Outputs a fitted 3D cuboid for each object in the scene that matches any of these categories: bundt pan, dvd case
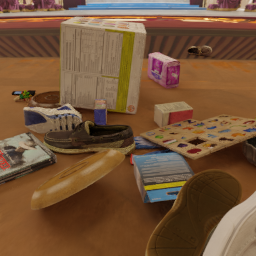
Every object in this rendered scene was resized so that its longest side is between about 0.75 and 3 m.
[{"bbox_3d":[3.782,0.571,7.224,1.740,0.653,1.740,-1,26,1],"label":"bundt pan"},{"bbox_3d":[-3.314,0.846,7.129,2.428,0.267,1.772,-19,32,-34],"label":"dvd case"}]

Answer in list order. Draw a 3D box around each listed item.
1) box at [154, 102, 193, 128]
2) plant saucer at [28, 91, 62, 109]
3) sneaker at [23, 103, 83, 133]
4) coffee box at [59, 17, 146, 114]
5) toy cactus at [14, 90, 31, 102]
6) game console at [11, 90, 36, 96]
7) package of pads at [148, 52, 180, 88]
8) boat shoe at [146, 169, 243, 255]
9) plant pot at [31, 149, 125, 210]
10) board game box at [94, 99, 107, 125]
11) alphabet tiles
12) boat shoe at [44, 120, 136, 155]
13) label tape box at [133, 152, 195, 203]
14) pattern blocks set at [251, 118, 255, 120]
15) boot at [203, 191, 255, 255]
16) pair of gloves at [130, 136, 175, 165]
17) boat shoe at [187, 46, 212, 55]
[{"bbox_3d":[1.497,-0.435,9.299,1.101,0.600,0.704,-8,29,-15],"label":"box"},{"bbox_3d":[-2.951,-1.086,10.961,1.895,0.304,1.895,0,26,0],"label":"plant saucer"},{"bbox_3d":[-2.322,-0.340,9.093,1.873,0.757,1.082,7,23,-2],"label":"sneaker"},{"bbox_3d":[-0.923,-2.489,10.617,2.818,2.850,2.846,6,25,-2],"label":"coffee box"},{"bbox_3d":[-4.255,-1.233,11.277,0.655,0.406,0.794,-31,39,-16],"label":"toy cactus"},{"bbox_3d":[-4.463,-1.473,11.917,0.984,0.119,0.580,0,26,1],"label":"game console"},{"bbox_3d":[1.644,-2.758,13.212,0.784,1.248,2.071,-10,28,-18],"label":"package of pads"},{"bbox_3d":[1.121,1.629,4.833,0.970,0.870,2.620,34,43,28],"label":"boat shoe"},{"bbox_3d":[-1.043,0.941,5.678,2.087,0.287,2.087,-27,5,2],"label":"plant pot"},{"bbox_3d":[-0.918,-0.516,9.378,0.396,0.653,0.819,0,28,-3],"label":"board game box"},{"bbox_3d":[2.151,0.084,7.798,2.889,0.109,2.415,-15,18,-24],"label":"alphabet tiles"},{"bbox_3d":[-1.089,0.187,7.760,2.608,0.845,0.955,1,27,6],"label":"boat shoe"},{"bbox_3d":[0.845,1.199,6.120,1.199,0.526,1.662,-4,27,-8],"label":"label tape box"},{"bbox_3d":[4.315,0.024,8.856,2.170,0.176,1.907,15,30,27],"label":"pattern blocks set"},{"bbox_3d":[2.328,1.799,4.308,1.374,1.058,2.876,17,30,42],"label":"boot"},{"bbox_3d":[0.699,0.574,7.758,1.364,0.193,1.696,0,27,-1],"label":"pair of gloves"},{"bbox_3d":[4.791,-5.195,18.842,1.680,0.603,0.500,18,35,40],"label":"boat shoe"}]
